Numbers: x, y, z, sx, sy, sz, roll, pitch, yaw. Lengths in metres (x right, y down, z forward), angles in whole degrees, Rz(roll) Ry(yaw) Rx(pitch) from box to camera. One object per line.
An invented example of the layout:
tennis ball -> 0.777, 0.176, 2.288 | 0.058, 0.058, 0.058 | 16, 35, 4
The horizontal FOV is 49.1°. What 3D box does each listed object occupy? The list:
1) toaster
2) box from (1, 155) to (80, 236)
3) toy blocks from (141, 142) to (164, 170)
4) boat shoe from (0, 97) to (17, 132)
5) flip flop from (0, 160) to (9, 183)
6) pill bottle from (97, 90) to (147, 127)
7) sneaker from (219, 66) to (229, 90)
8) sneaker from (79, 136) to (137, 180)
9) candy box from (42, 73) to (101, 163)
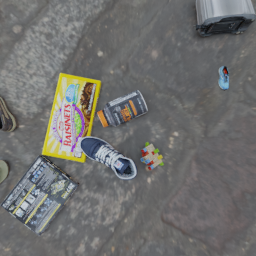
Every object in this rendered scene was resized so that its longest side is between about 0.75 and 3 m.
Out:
toaster -> 3.235, -4.085, 9.737 | 2.163, 1.229, 1.397 | -6, 81, -2
box -> -2.944, 2.243, 9.467 | 1.695, 0.516, 2.103 | 36, 86, 5
toy blocks -> 0.718, 0.995, 9.450 | 0.650, 0.475, 0.951 | -28, 87, -41
boat shoe -> -4.579, -0.645, 9.576 | 0.690, 0.679, 1.852 | -45, 84, 11
flip flop -> -4.680, 1.749, 9.551 | 0.614, 0.436, 1.513 | 45, 86, 4
pill bottle -> -0.219, -0.603, 9.572 | 1.612, 0.857, 0.857 | -25, 85, -2
sneaker -> 3.410, -1.787, 9.917 | 0.339, 0.389, 0.864 | -6, 85, -1
sneaker -> -0.604, 0.968, 9.095 | 2.162, 1.173, 0.758 | 34, 85, -7
candy box -> -1.944, -0.358, 9.773 | 1.490, 0.385, 2.916 | 10, 85, 1
